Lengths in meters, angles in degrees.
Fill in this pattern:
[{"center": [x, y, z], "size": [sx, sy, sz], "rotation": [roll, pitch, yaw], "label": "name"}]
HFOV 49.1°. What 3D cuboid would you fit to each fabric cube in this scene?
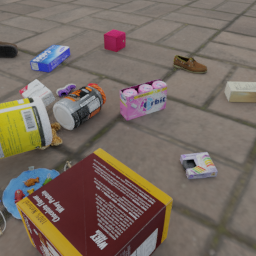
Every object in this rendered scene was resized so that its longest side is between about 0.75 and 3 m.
[{"center": [-0.783, -5.224, 16.745], "size": [0.951, 0.933, 0.948], "rotation": [23, 44, 25], "label": "fabric cube"}]

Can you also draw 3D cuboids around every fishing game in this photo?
[{"center": [-2.757, 1.850, 8.372], "size": [2.713, 0.422, 1.943], "rotation": [-21, 46, -24], "label": "fishing game"}]

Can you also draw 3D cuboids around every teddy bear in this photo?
[{"center": [-3.149, 0.110, 10.360], "size": [1.353, 0.623, 1.867], "rotation": [-9, 40, -14], "label": "teddy bear"}]

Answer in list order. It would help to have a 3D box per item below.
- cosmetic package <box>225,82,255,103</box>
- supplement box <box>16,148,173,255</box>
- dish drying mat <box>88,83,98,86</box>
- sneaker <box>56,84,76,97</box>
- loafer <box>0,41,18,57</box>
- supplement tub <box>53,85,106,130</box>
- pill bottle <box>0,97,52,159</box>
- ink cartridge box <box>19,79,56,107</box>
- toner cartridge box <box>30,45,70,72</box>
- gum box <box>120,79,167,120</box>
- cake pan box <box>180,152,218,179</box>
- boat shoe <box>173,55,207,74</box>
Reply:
[{"center": [5.285, -1.601, 12.492], "size": [1.678, 0.597, 0.883], "rotation": [3, 39, 3], "label": "cosmetic package"}, {"center": [-0.751, 2.279, 6.785], "size": [2.516, 1.694, 2.551], "rotation": [31, 48, 32], "label": "supplement box"}, {"center": [-1.772, -1.776, 13.109], "size": [0.447, 0.106, 1.163], "rotation": [5, 39, 8], "label": "dish drying mat"}, {"center": [-2.798, -1.694, 12.897], "size": [0.958, 0.386, 0.400], "rotation": [-31, 63, -21], "label": "sneaker"}, {"center": [-7.492, -4.512, 16.013], "size": [2.516, 0.919, 0.893], "rotation": [7, 32, -5], "label": "loafer"}, {"center": [-1.860, -0.885, 11.110], "size": [1.215, 1.215, 1.984], "rotation": [24, 44, 27], "label": "supplement tub"}, {"center": [-4.044, 0.114, 8.744], "size": [2.978, 1.674, 1.674], "rotation": [-16, 41, -23], "label": "pill bottle"}, {"center": [-3.593, -1.288, 11.102], "size": [0.879, 0.505, 1.210], "rotation": [-40, 54, -18], "label": "ink cartridge box"}, {"center": [-4.217, -3.852, 15.372], "size": [1.107, 0.503, 2.330], "rotation": [12, 40, 14], "label": "toner cartridge box"}, {"center": [0.688, -1.195, 11.554], "size": [2.002, 1.136, 0.662], "rotation": [-19, 42, -22], "label": "gum box"}, {"center": [2.293, 1.233, 9.243], "size": [1.015, 0.266, 0.935], "rotation": [-5, 37, -6], "label": "cake pan box"}, {"center": [3.242, -3.342, 14.633], "size": [1.869, 0.635, 0.672], "rotation": [17, 42, 20], "label": "boat shoe"}]
